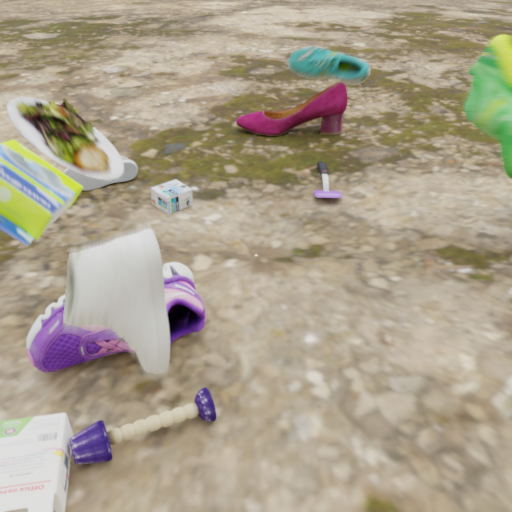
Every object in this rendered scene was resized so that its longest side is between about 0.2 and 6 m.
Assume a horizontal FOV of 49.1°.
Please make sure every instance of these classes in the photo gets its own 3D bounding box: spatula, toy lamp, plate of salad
[{"bbox_3d":[1.607,-1.764,13.012,0.619,0.225,2.190,2,33,0],"label":"spatula"},{"bbox_3d":[-1.378,2.114,6.912,1.762,0.513,0.513,-14,36,-20],"label":"toy lamp"},{"bbox_3d":[-2.903,-1.926,8.802,1.951,0.468,1.951,33,24,-17],"label":"plate of salad"}]

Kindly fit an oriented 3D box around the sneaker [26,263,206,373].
[{"bbox_3d":[-1.860,1.026,8.116,2.723,1.095,1.204,-21,47,-30],"label":"sneaker"}]

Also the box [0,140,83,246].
[{"bbox_3d":[-2.184,-0.636,5.172,0.864,0.338,1.417,35,11,-15],"label":"box"}]

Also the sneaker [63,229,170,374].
[{"bbox_3d":[-1.525,0.634,6.043,1.059,1.832,0.675,-16,34,-23],"label":"sneaker"}]

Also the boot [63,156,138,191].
[{"bbox_3d":[-3.697,-1.978,13.103,1.725,0.634,0.824,-10,26,-26],"label":"boot"}]

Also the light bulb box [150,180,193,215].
[{"bbox_3d":[-1.823,-1.278,12.101,0.660,0.412,0.654,-25,41,-33],"label":"light bulb box"}]

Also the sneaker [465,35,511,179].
[{"bbox_3d":[3.681,-2.050,8.180,0.901,1.016,2.432,14,61,-23],"label":"sneaker"}]

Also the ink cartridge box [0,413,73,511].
[{"bbox_3d":[-2.575,2.510,6.317,0.824,0.474,1.408,-5,34,-8],"label":"ink cartridge box"}]

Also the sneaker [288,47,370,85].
[{"bbox_3d":[1.590,-4.195,12.188,1.806,0.700,0.719,10,11,7],"label":"sneaker"}]

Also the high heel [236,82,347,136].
[{"bbox_3d":[0.963,-4.149,15.477,3.048,1.465,1.028,-1,34,-2],"label":"high heel"}]
